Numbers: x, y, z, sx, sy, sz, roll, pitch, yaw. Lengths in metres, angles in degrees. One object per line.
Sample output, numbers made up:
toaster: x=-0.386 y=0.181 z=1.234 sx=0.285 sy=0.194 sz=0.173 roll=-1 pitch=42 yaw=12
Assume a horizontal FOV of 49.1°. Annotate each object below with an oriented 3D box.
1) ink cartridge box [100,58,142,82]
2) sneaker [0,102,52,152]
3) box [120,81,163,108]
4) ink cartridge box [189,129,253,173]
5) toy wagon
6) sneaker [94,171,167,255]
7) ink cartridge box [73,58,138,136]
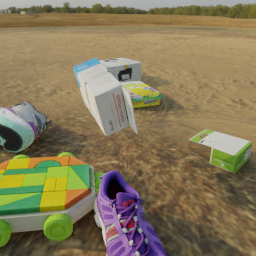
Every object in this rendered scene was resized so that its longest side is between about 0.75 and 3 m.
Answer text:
ink cartridge box: x=-0.673 y=-2.798 z=13.798 sx=2.240 sy=0.928 sz=1.632 roll=-17 pitch=30 yaw=-33
sneaker: x=-3.577 y=-0.253 z=8.208 sx=2.824 sy=1.098 sz=1.976 roll=18 pitch=27 yaw=15
box: x=0.340 y=-1.327 z=11.063 sx=1.332 sy=0.549 sz=2.270 roll=-8 pitch=23 yaw=-18
ink cartridge box: x=2.302 y=0.522 z=7.046 sx=1.269 sy=0.481 sz=0.938 roll=20 pitch=32 yaw=39
toy wagon: x=-1.442 y=1.174 z=5.485 sx=2.910 sy=0.576 sz=2.258 roll=-3 pitch=25 yaw=-7
sneaker: x=-0.015 y=1.508 z=4.210 sx=0.895 sy=0.926 sz=2.221 roll=-12 pitch=36 yaw=-23
ink cartridge box: x=-0.474 y=-0.567 z=5.537 sx=0.568 sy=0.986 sz=1.702 roll=-24 pitch=41 yaw=-13
